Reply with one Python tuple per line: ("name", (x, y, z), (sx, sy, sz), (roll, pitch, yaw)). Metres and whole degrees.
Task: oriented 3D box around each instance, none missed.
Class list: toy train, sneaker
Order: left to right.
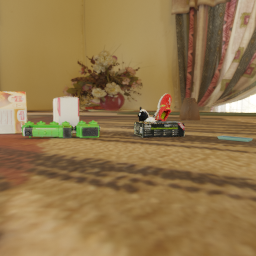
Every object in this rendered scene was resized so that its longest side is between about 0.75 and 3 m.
("toy train", (-1.874, 0.070, 7.909), (2.235, 0.466, 0.630), (-1, 15, -11))
("sneaker", (1.657, -0.810, 12.237), (0.611, 1.586, 0.673), (33, -24, -27))

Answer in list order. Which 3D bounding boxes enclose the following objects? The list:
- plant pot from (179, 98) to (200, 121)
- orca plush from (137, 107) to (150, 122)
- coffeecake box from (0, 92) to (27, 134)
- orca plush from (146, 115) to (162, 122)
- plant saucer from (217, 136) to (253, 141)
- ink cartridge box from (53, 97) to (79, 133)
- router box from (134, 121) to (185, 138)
("plant pot", (3.975, -1.217, 18.028), (1.346, 1.440, 1.346), (0, 4, 0))
("orca plush", (0.564, -0.432, 12.958), (0.672, 0.994, 1.890), (-32, 12, -2))
("coffeecake box", (-4.706, -0.558, 9.365), (2.490, 0.910, 1.911), (-2, 23, -21))
("orca plush", (1.112, -0.202, 11.407), (0.425, 0.629, 1.195), (33, -17, -15))
("plant saucer", (2.807, 0.278, 7.383), (0.299, 0.081, 0.855), (-4, 5, -42))
("ink cartridge box", (-2.186, -0.471, 9.786), (0.672, 1.189, 1.624), (-2, 5, -21))
("router box", (0.931, 0.021, 8.507), (1.325, 0.412, 0.993), (-1, 4, -12))
